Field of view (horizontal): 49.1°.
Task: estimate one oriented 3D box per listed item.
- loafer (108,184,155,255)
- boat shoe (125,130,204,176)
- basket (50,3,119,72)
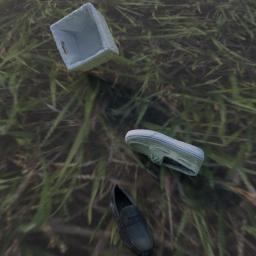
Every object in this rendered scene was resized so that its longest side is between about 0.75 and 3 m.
[{"bbox_3d":[0.019,1.735,5.380,0.539,0.557,1.586,-12,35,-22],"label":"loafer"},{"bbox_3d":[0.809,0.560,6.597,1.933,0.696,0.600,15,55,14],"label":"boat shoe"},{"bbox_3d":[-1.254,-2.675,8.580,1.503,1.489,1.209,-23,0,18],"label":"basket"}]
